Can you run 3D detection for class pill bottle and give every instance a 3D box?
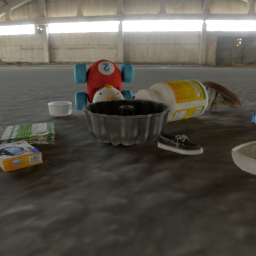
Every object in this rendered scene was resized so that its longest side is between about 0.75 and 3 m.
[{"bbox_3d":[1.721,-1.068,11.277,2.831,1.596,1.596,-11,19,-33],"label":"pill bottle"}]

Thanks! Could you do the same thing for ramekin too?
[{"bbox_3d":[-3.031,-0.862,12.554,1.050,0.512,1.050,0,16,0],"label":"ramekin"}]

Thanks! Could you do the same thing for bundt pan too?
[{"bbox_3d":[-0.027,-0.190,9.073,2.830,1.062,2.830,-1,15,0],"label":"bundt pan"}]

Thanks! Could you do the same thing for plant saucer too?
[{"bbox_3d":[4.416,-1.641,13.443,2.341,0.403,2.341,31,3,-2],"label":"plant saucer"}]

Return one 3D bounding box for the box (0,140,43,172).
[{"bbox_3d":[-2.976,0.670,7.347,0.920,0.321,1.546,-12,21,-37],"label":"box"}]

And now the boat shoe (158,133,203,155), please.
[{"bbox_3d":[1.475,0.411,7.984,1.364,0.466,0.504,13,20,40],"label":"boat shoe"}]

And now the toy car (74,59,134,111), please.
[{"bbox_3d":[-0.842,-1.391,11.530,2.508,2.407,2.721,-3,27,-13],"label":"toy car"}]

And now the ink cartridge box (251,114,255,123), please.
[{"bbox_3d":[5.356,-0.328,10.884,0.621,0.359,0.851,-5,16,-18],"label":"ink cartridge box"}]

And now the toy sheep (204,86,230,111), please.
[{"bbox_3d":[3.760,-1.391,13.137,2.015,1.389,1.389,25,21,12],"label":"toy sheep"}]

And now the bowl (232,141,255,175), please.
[{"bbox_3d":[3.269,0.781,6.578,1.345,0.502,1.343,-10,18,-36],"label":"bowl"}]

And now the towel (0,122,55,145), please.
[{"bbox_3d":[-3.601,0.260,8.959,2.462,0.378,1.837,-6,14,-14],"label":"towel"}]

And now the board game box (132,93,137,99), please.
[{"bbox_3d":[1.179,-1.936,17.052,2.164,0.210,1.114,3,17,11],"label":"board game box"}]
